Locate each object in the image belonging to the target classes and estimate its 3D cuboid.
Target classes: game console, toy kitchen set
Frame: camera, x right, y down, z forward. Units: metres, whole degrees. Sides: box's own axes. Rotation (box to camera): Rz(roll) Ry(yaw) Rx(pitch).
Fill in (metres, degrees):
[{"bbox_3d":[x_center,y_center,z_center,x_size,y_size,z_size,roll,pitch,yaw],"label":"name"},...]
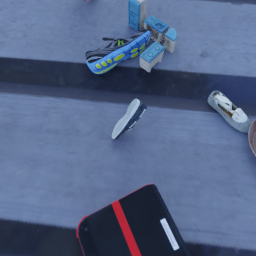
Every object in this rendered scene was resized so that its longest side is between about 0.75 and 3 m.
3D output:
[{"bbox_3d":[0.147,3.029,6.784,2.428,0.426,2.745,-27,60,0],"label":"game console"},{"bbox_3d":[0.501,-3.407,9.960,2.195,1.293,1.758,39,69,18],"label":"toy kitchen set"}]

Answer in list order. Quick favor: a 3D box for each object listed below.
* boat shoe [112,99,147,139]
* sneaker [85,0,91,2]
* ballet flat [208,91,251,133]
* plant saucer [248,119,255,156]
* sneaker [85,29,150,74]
[{"bbox_3d":[0.036,-0.183,8.483,0.442,1.464,0.553,26,27,-25],"label":"boat shoe"},{"bbox_3d":[-1.437,-5.466,10.717,1.061,2.221,0.881,-12,107,16],"label":"sneaker"},{"bbox_3d":[3.272,-0.529,8.901,0.586,0.554,1.739,-38,69,-18],"label":"ballet flat"},{"bbox_3d":[4.640,0.490,8.480,2.086,0.382,2.086,0,62,-1],"label":"plant saucer"},{"bbox_3d":[-0.332,-2.904,9.903,2.612,0.926,1.082,-30,73,-11],"label":"sneaker"}]
